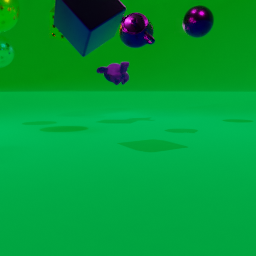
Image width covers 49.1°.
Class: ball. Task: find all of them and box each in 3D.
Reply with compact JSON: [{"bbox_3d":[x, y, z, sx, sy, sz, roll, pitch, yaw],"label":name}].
[{"bbox_3d":[-3.657,-3.314,7.678,1.316,1.316,1.316,0,8,0],"label":"ball"},{"bbox_3d":[-4.378,-2.577,9.333,1.112,1.112,1.112,0,8,0],"label":"ball"},{"bbox_3d":[2.433,-3.683,9.719,1.062,1.062,1.062,0,8,0],"label":"ball"}]

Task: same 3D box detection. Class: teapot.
[{"bbox_3d":[0.166,-2.670,7.438,1.502,0.934,0.735,44,-6,19],"label":"teapot"}]

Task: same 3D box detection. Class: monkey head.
[{"bbox_3d":[-0.400,-2.200,10.655,1.477,1.063,0.890,-11,49,-37],"label":"monkey head"}]

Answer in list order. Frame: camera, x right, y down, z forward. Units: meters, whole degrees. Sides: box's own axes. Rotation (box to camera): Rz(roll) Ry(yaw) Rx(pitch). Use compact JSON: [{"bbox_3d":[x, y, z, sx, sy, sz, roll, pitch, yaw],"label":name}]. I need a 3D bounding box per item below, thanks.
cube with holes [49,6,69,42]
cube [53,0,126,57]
[{"bbox_3d":[-2.104,-3.574,9.552,0.901,0.901,0.901,11,41,-3],"label":"cube with holes"},{"bbox_3d":[-0.773,-2.172,5.458,0.935,0.935,0.935,-42,-1,-24],"label":"cube"}]
